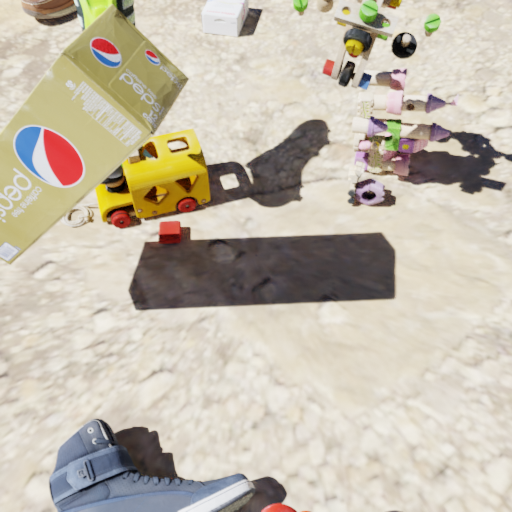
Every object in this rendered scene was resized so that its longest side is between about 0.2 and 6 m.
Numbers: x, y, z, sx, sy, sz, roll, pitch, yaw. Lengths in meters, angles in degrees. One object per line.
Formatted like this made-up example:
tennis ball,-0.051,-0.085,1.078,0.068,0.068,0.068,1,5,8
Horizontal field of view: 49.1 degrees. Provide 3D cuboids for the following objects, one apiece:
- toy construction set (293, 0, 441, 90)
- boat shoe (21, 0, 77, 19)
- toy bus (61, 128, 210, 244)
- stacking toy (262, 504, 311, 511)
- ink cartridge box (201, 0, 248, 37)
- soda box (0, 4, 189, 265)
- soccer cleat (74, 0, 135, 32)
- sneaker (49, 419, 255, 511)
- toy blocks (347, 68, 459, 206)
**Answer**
toy construction set,1.352,-3.470,7.708,1.989,1.528,1.659,45,92,7
boat shoe,-4.771,-7.207,14.197,1.274,1.208,3.365,20,56,15
toy bus,-2.006,-1.435,9.812,2.284,1.251,2.421,21,55,15
stacking toy,0.640,2.456,4.688,1.780,0.760,0.760,-11,39,45
ink cartridge box,-0.745,-5.938,13.670,0.898,0.526,1.243,10,52,7
soda box,-2.310,-1.196,6.425,1.085,3.389,1.148,41,43,-23
soccer cleat,-2.107,-3.431,7.859,0.913,1.096,2.703,-6,91,-13
sneaker,-1.352,2.683,6.909,2.378,0.904,1.718,-17,58,-11
toy blocks,2.587,-2.072,9.940,1.632,1.812,1.939,8,50,13
